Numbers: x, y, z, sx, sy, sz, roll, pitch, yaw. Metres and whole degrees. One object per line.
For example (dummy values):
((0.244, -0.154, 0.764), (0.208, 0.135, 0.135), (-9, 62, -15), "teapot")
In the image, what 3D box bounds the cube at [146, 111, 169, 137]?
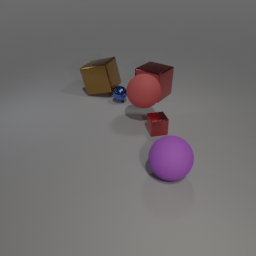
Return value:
((1.161, -0.161, 11.125), (0.700, 0.700, 0.700), (-7, 33, -11), "cube")

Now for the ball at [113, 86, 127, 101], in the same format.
((-0.381, -1.645, 13.273), (0.700, 0.700, 0.700), (0, 32, 0), "ball")

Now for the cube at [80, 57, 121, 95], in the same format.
((-1.332, -2.609, 14.004), (1.400, 1.400, 1.400), (-4, 27, 22), "cube")

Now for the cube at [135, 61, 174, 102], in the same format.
((1.274, -2.324, 13.825), (1.400, 1.400, 1.400), (21, 36, 29), "cube")

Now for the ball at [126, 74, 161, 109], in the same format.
((0.634, -1.493, 11.381), (1.400, 1.400, 1.400), (0, 32, 0), "ball")

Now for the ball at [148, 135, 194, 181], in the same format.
((1.334, 0.928, 8.703), (1.400, 1.400, 1.400), (0, 32, 0), "ball")
